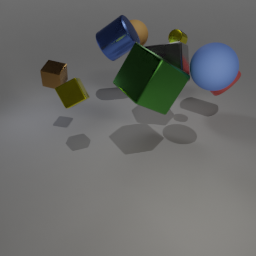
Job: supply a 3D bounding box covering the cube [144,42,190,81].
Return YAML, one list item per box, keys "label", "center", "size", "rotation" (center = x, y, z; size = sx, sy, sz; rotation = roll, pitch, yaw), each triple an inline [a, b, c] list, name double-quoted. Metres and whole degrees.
- label: "cube"
  center: [1.486, -2.385, 10.551]
  size: [1.400, 1.400, 1.400]
  rotation: [-1, 10, 22]

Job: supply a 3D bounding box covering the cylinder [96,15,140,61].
- label: "cylinder"
  center: [-0.428, -3.829, 11.994]
  size: [1.400, 1.400, 1.400]
  rotation: [-27, 22, 24]

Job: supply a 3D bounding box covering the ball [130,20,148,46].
- label: "ball"
  center: [0.316, -4.705, 14.092]
  size: [1.400, 1.400, 1.400]
  rotation: [0, 31, 0]

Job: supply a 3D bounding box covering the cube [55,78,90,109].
- label: "cube"
  center: [-1.672, -1.055, 8.502]
  size: [0.700, 0.700, 0.700]
  rotation: [-27, 7, 5]

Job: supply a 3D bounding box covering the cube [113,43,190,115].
- label: "cube"
  center: [0.684, -1.455, 8.407]
  size: [1.400, 1.400, 1.400]
  rotation: [16, 22, -43]

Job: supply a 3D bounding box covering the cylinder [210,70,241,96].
- label: "cylinder"
  center: [3.753, -2.326, 11.823]
  size: [1.400, 1.400, 1.400]
  rotation: [46, 37, -6]

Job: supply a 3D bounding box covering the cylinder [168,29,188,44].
- label: "cylinder"
  center: [2.354, -4.222, 13.185]
  size: [0.700, 0.700, 0.700]
  rotation: [22, 15, 32]

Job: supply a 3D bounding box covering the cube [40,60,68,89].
- label: "cube"
  center: [-2.601, -1.878, 9.923]
  size: [0.700, 0.700, 0.700]
  rotation: [13, 47, 5]

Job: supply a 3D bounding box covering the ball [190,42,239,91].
- label: "ball"
  center: [2.545, -1.809, 8.313]
  size: [1.400, 1.400, 1.400]
  rotation: [0, 31, 0]
